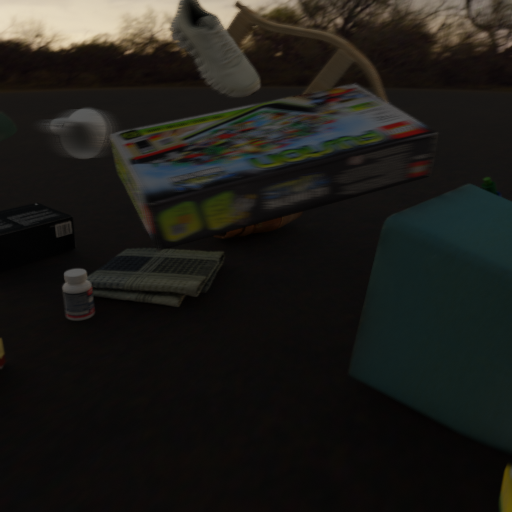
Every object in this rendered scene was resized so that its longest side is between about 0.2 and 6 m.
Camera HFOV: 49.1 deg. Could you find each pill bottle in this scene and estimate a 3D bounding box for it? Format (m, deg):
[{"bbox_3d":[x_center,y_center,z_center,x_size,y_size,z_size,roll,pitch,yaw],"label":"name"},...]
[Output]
[{"bbox_3d":[-2.592,0.557,8.144,0.407,0.681,0.407,0,21,0],"label":"pill bottle"}]

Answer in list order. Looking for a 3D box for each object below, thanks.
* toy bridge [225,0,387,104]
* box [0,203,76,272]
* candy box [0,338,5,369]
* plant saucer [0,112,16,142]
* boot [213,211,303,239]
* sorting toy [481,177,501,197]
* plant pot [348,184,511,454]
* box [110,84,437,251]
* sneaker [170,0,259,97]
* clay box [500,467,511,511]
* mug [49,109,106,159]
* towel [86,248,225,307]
[{"bbox_3d":[1.415,-3.610,11.429,4.679,1.573,0.637,38,30,-8],"label":"toy bridge"},{"bbox_3d":[-4.545,-0.351,10.407,1.322,0.739,1.873,22,30,37],"label":"box"},{"bbox_3d":[-3.833,1.324,6.554,1.438,0.398,0.830,-1,21,-2],"label":"candy box"},{"bbox_3d":[-3.975,-1.830,7.385,1.495,0.269,1.495,14,-12,3],"label":"plant saucer"},{"bbox_3d":[-0.616,-1.090,12.189,2.136,1.055,2.751,-20,37,-37],"label":"boot"},{"bbox_3d":[4.200,-0.903,11.046,1.379,0.942,2.294,-27,27,-6],"label":"sorting toy"},{"bbox_3d":[2.871,0.786,5.867,2.868,2.027,2.026,28,34,36],"label":"plant pot"},{"bbox_3d":[0.202,-1.427,7.946,4.028,0.699,2.217,-17,39,-18],"label":"box"},{"bbox_3d":[-0.761,-3.834,10.327,0.820,0.884,2.181,-41,83,-23],"label":"sneaker"},{"bbox_3d":[2.358,2.332,3.905,1.051,0.435,1.829,7,22,16],"label":"clay box"},{"bbox_3d":[-3.288,-2.344,10.367,1.019,0.752,0.893,7,35,-9],"label":"mug"},{"bbox_3d":[-1.649,0.311,9.416,2.007,0.347,1.933,2,18,11],"label":"towel"}]
